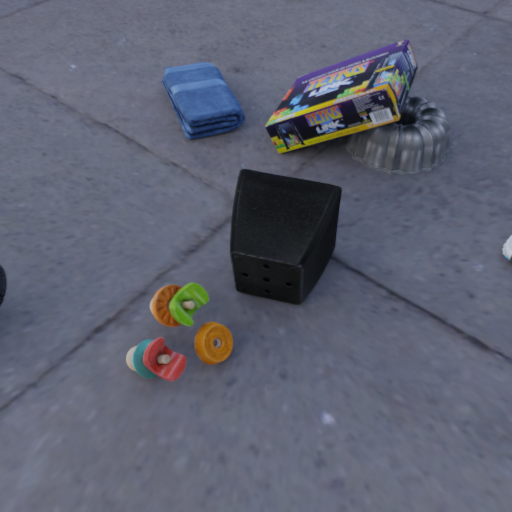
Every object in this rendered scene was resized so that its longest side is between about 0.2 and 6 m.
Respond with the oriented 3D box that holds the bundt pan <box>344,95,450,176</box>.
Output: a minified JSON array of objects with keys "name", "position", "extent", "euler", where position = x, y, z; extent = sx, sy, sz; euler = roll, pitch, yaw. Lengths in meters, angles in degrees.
[{"name":"bundt pan","position":[3.239,-2.901,12.712],"extent":[2.426,0.910,2.426],"euler":[0,46,0]}]

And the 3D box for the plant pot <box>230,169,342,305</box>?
[{"name":"plant pot","position":[0.391,-0.209,9.580],"extent":[1.767,1.772,1.572],"euler":[12,54,11]}]

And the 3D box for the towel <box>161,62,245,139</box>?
[{"name":"towel","position":[-1.342,-3.897,13.861],"extent":[1.521,0.661,2.725],"euler":[-13,46,-13]}]

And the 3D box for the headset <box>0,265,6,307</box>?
[{"name":"headset","position":[-4.949,0.897,8.722],"extent":[1.479,1.125,2.395],"euler":[11,68,10]}]

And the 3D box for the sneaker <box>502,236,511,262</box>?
[{"name":"sneaker","position":[5.314,-0.543,10.442],"extent":[0.735,0.850,1.961],"euler":[36,57,28]}]

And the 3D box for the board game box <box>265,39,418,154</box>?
[{"name":"board game box","position":[1.923,-3.550,12.502],"extent":[2.903,0.823,2.399],"euler":[-9,38,34]}]

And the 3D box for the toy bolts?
[{"name":"toy bolts","position":[-1.292,1.342,8.721],"extent":[1.039,1.432,1.499],"euler":[-11,35,49]}]
